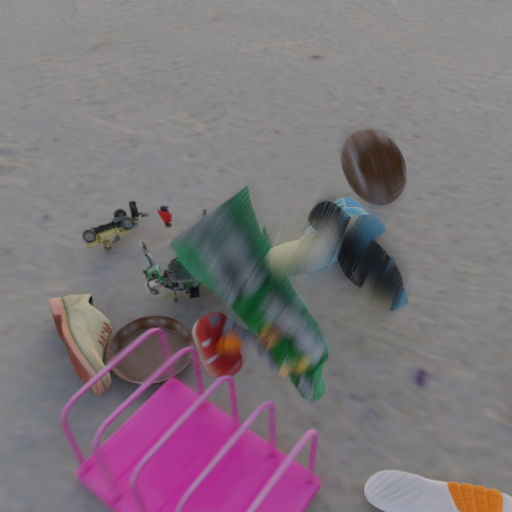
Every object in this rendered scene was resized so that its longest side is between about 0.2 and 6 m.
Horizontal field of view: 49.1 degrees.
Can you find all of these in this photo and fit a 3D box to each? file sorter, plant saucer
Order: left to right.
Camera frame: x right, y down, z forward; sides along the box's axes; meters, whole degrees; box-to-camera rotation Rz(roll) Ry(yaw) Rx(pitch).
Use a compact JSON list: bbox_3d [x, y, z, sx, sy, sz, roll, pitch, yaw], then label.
[{"bbox_3d":[-1.695,1.551,9.089,1.401,0.241,1.401,1,42,0],"label":"plant saucer"},{"bbox_3d":[-0.795,2.422,6.966,2.716,1.703,1.887,27,50,27],"label":"file sorter"},{"bbox_3d":[2.257,-1.689,10.412,1.482,0.238,1.482,7,74,-25],"label":"plant saucer"}]

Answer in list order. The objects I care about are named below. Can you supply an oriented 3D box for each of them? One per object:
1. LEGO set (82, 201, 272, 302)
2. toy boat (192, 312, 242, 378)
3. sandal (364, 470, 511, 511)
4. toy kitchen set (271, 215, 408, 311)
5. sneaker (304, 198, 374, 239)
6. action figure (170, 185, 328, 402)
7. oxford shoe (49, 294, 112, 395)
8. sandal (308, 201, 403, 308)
[{"bbox_3d":[-1.267,0.015,10.472,2.672,1.166,4.115,-28,35,-30],"label":"LEGO set"},{"bbox_3d":[-0.419,1.167,7.338,0.568,0.869,0.567,-13,8,46],"label":"toy boat"},{"bbox_3d":[2.393,3.253,6.979,2.099,0.602,0.804,5,32,38],"label":"sandal"},{"bbox_3d":[1.407,0.329,8.645,2.046,1.639,1.205,-22,4,-30],"label":"toy kitchen set"},{"bbox_3d":[1.559,-0.683,11.323,1.629,0.648,1.064,-7,43,-22],"label":"sneaker"},{"bbox_3d":[0.066,0.693,7.298,2.827,1.670,0.773,54,43,-3],"label":"action figure"},{"bbox_3d":[-2.677,1.286,8.998,0.807,0.774,2.187,-20,45,-24],"label":"oxford shoe"},{"bbox_3d":[1.497,-0.005,8.444,0.715,0.455,1.902,-28,72,-29],"label":"sandal"}]
